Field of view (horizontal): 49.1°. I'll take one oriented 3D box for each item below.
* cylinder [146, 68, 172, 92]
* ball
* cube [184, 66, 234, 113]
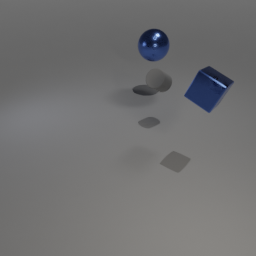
[{"bbox_3d":[1.059,-1.621,9.559,0.700,0.700,0.700,19,5,30],"label":"cylinder"},{"bbox_3d":[1.129,-3.642,12.341,1.400,1.400,1.400,0,29,0],"label":"ball"},{"bbox_3d":[1.828,-0.883,6.317,0.700,0.700,0.700,38,35,16],"label":"cube"}]
